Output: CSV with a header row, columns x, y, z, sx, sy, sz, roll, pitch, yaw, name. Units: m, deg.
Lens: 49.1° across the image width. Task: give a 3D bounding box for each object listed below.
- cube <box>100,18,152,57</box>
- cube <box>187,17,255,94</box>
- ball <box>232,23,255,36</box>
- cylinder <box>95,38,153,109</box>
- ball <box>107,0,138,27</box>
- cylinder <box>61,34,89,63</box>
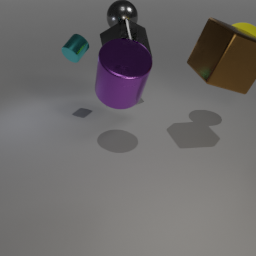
x,y,z,sx,sy,sz,roll,pitch,yaw,name
-0.071,-3.292,11.315,1.400,1.400,1.400,-18,-9,34,cube
2.745,-1.974,7.706,1.400,1.400,1.400,10,33,-23,cube
3.582,-2.646,9.013,1.400,1.400,1.400,0,28,0,ball
-0.165,-1.455,7.685,1.400,1.400,1.400,5,59,-9,cylinder
-0.254,-4.936,12.453,1.400,1.400,1.400,0,28,0,ball
-1.802,-2.731,9.614,0.700,0.700,0.700,18,63,29,cylinder
